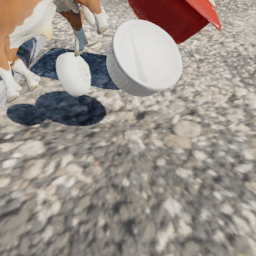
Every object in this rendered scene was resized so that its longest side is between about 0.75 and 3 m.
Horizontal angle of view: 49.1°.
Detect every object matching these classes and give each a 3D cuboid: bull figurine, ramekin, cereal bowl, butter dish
[{"bbox_3d":[-1.547,-1.341,3.742,2.585,1.569,0.842,-38,11,-1],"label":"bull figurine"},{"bbox_3d":[0.293,-1.476,6.269,1.710,0.796,1.710,10,67,-25],"label":"ramekin"},{"bbox_3d":[-1.109,-1.210,6.160,0.415,0.996,0.996,-17,32,22],"label":"cereal bowl"},{"bbox_3d":[0.919,-3.288,7.588,2.730,2.023,2.737,35,33,-16],"label":"butter dish"}]

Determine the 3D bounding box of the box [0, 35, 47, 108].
[{"bbox_3d":[-3.036,-1.263,5.116,2.037,0.538,2.613,27,71,-4],"label":"box"}]
